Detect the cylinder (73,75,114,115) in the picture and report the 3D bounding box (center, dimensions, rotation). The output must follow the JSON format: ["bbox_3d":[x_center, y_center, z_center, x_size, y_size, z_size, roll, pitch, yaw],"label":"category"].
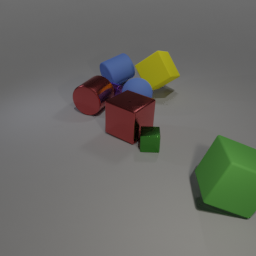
[{"bbox_3d":[-1.545,-1.493,12.650,1.400,1.400,1.400,13,34,20],"label":"cylinder"}]

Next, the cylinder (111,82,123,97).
[{"bbox_3d":[-0.698,-1.844,13.734,0.700,0.700,0.700,23,38,26],"label":"cylinder"}]

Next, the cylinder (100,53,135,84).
[{"bbox_3d":[-0.579,-3.087,14.992,1.400,1.400,1.400,-29,40,-19],"label":"cylinder"}]

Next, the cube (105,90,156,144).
[{"bbox_3d":[0.079,-0.465,10.883,1.400,1.400,1.400,23,37,30],"label":"cube"}]

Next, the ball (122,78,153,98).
[{"bbox_3d":[0.417,-1.585,12.788,1.400,1.400,1.400,0,31,0],"label":"ball"}]

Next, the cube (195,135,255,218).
[{"bbox_3d":[2.855,1.290,7.587,1.400,1.400,1.400,21,27,-8],"label":"cube"}]

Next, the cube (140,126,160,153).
[{"bbox_3d":[0.800,0.411,10.193,0.700,0.700,0.700,2,31,3],"label":"cube"}]

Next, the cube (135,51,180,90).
[{"bbox_3d":[1.460,-2.785,13.691,1.400,1.400,1.400,-28,-2,29],"label":"cube"}]
